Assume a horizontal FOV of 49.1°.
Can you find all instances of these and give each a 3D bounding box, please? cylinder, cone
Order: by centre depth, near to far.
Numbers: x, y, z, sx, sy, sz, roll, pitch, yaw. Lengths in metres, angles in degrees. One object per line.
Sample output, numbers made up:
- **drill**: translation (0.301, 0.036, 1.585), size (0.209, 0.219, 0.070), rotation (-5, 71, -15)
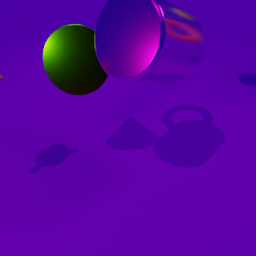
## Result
- **cylinder**: translation (0.345, -1.321, 4.307), size (1.246, 1.246, 1.246), rotation (29, 23, 33)
- **cone**: translation (-0.800, -1.298, 5.220), size (1.168, 1.168, 1.172), rotation (4, 19, 5)

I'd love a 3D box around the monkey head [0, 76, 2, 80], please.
- **monkey head**: translation (-2.540, -0.730, 4.230), size (1.090, 0.784, 0.657), rotation (-35, 88, -22)
